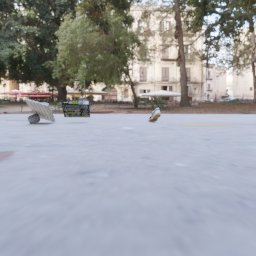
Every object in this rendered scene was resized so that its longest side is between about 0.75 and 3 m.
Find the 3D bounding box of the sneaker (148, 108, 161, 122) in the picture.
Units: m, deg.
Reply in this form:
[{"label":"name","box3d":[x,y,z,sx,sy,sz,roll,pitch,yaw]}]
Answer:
[{"label":"sneaker","box3d":[1.174,-0.565,12.299,0.346,0.401,0.915,7,-26,-23]}]

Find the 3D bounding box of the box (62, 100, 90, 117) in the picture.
[{"label":"box","box3d":[-2.180,-0.799,11.849,1.128,0.250,0.903,0,-33,-4]}]

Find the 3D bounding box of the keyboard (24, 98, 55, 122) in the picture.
[{"label":"keyboard","box3d":[-3.360,-0.630,10.914,0.829,0.157,2.946,10,-12,-8]}]

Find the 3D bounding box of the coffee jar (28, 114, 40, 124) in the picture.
[{"label":"coffee jar","box3d":[-3.733,-0.360,11.105,0.431,0.353,0.827,-21,11,-18]}]
